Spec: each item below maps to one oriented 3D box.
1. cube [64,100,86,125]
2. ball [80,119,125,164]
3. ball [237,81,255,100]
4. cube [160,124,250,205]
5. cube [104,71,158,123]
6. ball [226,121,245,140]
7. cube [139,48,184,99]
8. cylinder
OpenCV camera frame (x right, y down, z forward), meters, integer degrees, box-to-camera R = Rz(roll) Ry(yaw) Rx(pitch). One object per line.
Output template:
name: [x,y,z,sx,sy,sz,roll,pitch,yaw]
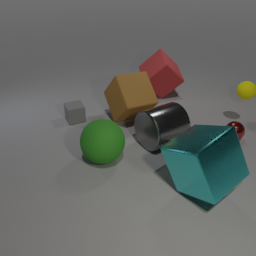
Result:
cube: [-2.147,-0.633,11.323,0.700,0.700,0.700,-13,35,-21]
ball: [-0.790,0.415,8.713,1.400,1.400,1.400,0,29,0]
ball: [4.510,-1.430,10.671,0.700,0.700,0.700,0,29,0]
cube: [1.964,0.846,7.221,1.400,1.400,1.400,-31,17,-24]
cube: [0.088,-1.208,10.998,1.400,1.400,1.400,-14,76,-28]
ball: [3.818,0.101,10.029,0.700,0.700,0.700,0,29,0]
cube: [1.559,-2.554,13.215,1.400,1.400,1.400,34,31,-35]
cylinder: [1.161,-0.062,9.599,1.400,1.400,1.400,-18,34,-29]
